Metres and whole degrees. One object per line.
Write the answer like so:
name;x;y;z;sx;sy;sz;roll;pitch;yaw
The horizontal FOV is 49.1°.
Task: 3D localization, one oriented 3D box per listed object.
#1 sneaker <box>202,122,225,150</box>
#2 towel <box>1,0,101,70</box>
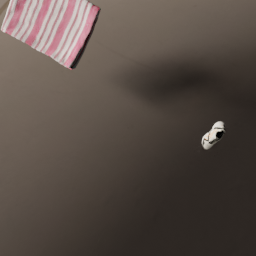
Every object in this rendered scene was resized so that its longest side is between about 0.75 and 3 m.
sneaker;1.870;0.214;6.153;0.280;0.760;0.304;17;37;-9
towel;-2.249;-3.059;7.888;2.627;1.922;0.393;30;17;5
